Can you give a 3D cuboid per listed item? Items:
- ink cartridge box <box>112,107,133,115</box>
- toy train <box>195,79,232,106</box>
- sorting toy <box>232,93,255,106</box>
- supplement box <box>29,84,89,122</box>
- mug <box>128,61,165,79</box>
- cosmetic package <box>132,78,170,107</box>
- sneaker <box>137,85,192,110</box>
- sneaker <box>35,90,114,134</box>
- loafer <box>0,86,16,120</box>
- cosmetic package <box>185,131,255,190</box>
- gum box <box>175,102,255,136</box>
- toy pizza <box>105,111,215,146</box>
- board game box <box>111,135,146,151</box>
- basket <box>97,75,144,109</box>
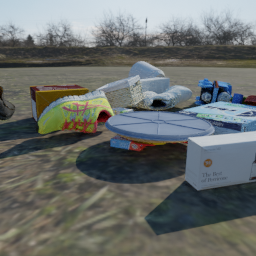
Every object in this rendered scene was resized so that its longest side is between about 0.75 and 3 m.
[{"bbox_3d":[-0.319,-0.602,11.104,0.965,0.325,0.565,14,21,42],"label":"ink cartridge box"},{"bbox_3d":[4.121,-1.650,13.370,1.637,1.242,2.865,10,17,13],"label":"toy train"},{"bbox_3d":[4.709,-0.764,11.076,1.333,0.911,2.218,15,3,-3],"label":"sorting toy"},{"bbox_3d":[-2.601,-0.920,10.545,1.834,1.235,1.859,-7,17,-25],"label":"supplement box"},{"bbox_3d":[1.524,-3.194,17.960,2.366,1.895,1.942,-19,31,-34],"label":"mug"},{"bbox_3d":[1.044,-1.796,13.770,0.861,1.226,2.416,11,18,40],"label":"cosmetic package"},{"bbox_3d":[1.779,-1.214,12.530,2.650,0.987,1.154,-15,27,-18],"label":"sneaker"},{"bbox_3d":[-1.503,-0.314,8.656,2.718,1.062,1.227,-25,71,-36],"label":"sneaker"},{"bbox_3d":[-3.591,-0.753,7.561,0.831,0.825,2.282,34,0,0],"label":"loafer"},{"bbox_3d":[2.281,0.595,5.620,2.225,0.918,0.563,-5,15,-17],"label":"cosmetic package"},{"bbox_3d":[3.374,-0.290,9.401,2.806,0.625,2.384,-13,20,-39],"label":"gum box"},{"bbox_3d":[0.840,0.030,7.704,2.937,0.465,2.937,1,15,0],"label":"toy pizza"},{"bbox_3d":[0.170,0.307,7.947,0.898,0.237,1.174,8,17,26],"label":"board game box"},{"bbox_3d":[-0.300,-1.445,11.900,1.723,1.063,1.168,-11,17,32],"label":"basket"}]
